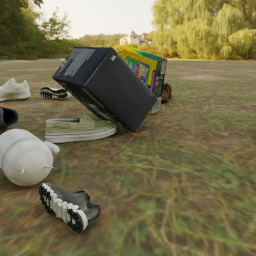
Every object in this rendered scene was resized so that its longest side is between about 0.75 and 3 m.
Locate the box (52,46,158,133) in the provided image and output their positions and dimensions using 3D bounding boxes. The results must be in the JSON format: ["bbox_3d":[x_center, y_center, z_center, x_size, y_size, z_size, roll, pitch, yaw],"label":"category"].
[{"bbox_3d":[-0.773,-1.285,8.990,2.378,1.420,2.418,42,-13,-37],"label":"box"}]

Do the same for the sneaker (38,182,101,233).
[{"bbox_3d":[-0.945,1.213,4.566,1.308,0.435,0.592,20,23,40],"label":"sneaker"}]

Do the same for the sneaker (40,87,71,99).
[{"bbox_3d":[-3.608,-1.687,14.031,1.687,0.622,0.675,10,4,18],"label":"sneaker"}]

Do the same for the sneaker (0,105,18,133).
[{"bbox_3d":[-4.260,-0.162,7.927,1.201,1.065,2.841,0,16,16],"label":"sneaker"}]

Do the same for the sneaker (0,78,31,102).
[{"bbox_3d":[-5.854,-1.839,13.474,2.153,1.072,0.806,-10,21,-25],"label":"sneaker"}]

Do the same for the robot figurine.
[{"bbox_3d":[-2.144,0.580,5.687,1.414,0.942,1.668,-21,26,-33],"label":"robot figurine"}]

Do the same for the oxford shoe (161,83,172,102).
[{"bbox_3d":[1.695,-1.738,13.561,0.724,0.840,1.991,6,19,14],"label":"oxford shoe"}]

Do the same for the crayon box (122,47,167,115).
[{"bbox_3d":[0.526,-1.874,11.027,0.628,2.154,1.858,-21,39,-37],"label":"crayon box"}]

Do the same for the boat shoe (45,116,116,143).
[{"bbox_3d":[-1.326,-0.019,8.159,2.117,0.657,0.762,-8,19,-25],"label":"boat shoe"}]
